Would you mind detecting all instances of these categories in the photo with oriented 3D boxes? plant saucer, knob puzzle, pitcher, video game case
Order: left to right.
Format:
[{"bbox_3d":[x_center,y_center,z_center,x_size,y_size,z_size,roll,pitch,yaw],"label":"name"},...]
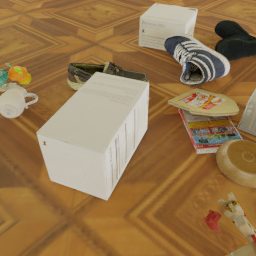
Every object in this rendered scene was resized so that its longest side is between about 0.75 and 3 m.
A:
[{"bbox_3d":[-3.246,-0.789,8.303,1.019,0.720,1.188,12,34,-16],"label":"pitcher"},{"bbox_3d":[2.329,-0.638,8.140,1.957,0.271,1.957,1,27,-1],"label":"knob puzzle"},{"bbox_3d":[2.267,-0.033,7.751,1.307,0.159,1.828,-4,41,-5],"label":"video game case"},{"bbox_3d":[2.828,0.742,6.664,1.385,0.245,1.385,2,47,-2],"label":"plant saucer"}]

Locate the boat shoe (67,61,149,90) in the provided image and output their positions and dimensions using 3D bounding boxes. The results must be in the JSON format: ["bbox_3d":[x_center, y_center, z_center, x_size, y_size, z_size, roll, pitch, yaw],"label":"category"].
[{"bbox_3d":[-0.661,-1.699,9.109,2.703,0.888,0.966,1,41,2],"label":"boat shoe"}]

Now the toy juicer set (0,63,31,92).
[{"bbox_3d":[-3.806,-1.549,8.383,1.608,0.688,2.527,-11,3,-31],"label":"toy juicer set"}]

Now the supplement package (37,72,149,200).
[{"bbox_3d":[-0.628,0.052,6.599,1.521,1.527,2.603,16,43,17],"label":"supplement package"}]

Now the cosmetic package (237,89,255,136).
[{"bbox_3d":[4.421,-0.226,7.296,2.524,1.138,1.348,27,48,24],"label":"cosmetic package"}]

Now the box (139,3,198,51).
[{"bbox_3d":[1.669,-4.200,11.696,1.926,1.265,1.936,16,44,18],"label":"box"}]

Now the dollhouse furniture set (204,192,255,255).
[{"bbox_3d":[1.883,2.013,4.914,0.857,0.648,1.593,-37,17,14],"label":"dollhouse furniture set"}]

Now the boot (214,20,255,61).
[{"bbox_3d":[4.011,-3.583,11.251,2.318,0.885,1.948,-10,45,-22],"label":"boot"}]

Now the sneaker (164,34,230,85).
[{"bbox_3d":[2.027,-2.465,9.931,1.525,0.985,2.811,-29,52,-31],"label":"sneaker"}]
